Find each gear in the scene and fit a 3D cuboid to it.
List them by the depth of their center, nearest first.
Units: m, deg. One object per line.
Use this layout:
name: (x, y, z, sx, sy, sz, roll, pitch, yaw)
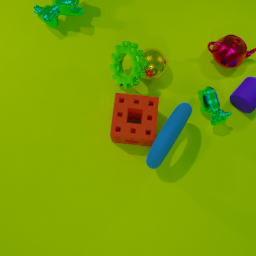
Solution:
gear: (-0.020, -1.807, 8.071, 0.241, 1.301, 1.301, -12, 77, -41)

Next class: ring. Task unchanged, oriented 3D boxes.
ring: (1.114, 0.216, 7.582, 0.404, 2.019, 2.019, 31, 81, 11)

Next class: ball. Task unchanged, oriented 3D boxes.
ball: (0.730, -1.965, 8.586, 0.980, 0.980, 0.980, 0, 80, 0)

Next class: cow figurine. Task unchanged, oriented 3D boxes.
cow figurine: (2.508, -0.664, 8.249, 0.647, 1.159, 1.178, -16, 100, -3)
cow figurine: (-2.131, -3.932, 8.799, 1.555, 0.867, 1.580, 12, 84, 23)

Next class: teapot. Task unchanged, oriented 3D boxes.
teapot: (3.233, -2.409, 8.642, 1.731, 0.847, 1.076, 5, 64, -12)

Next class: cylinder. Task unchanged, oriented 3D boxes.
cylinder: (3.661, -0.996, 8.494, 0.810, 0.810, 0.810, 42, 82, 7)

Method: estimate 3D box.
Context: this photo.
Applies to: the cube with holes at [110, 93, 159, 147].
cube with holes: (0.182, -0.198, 8.128, 1.213, 1.213, 1.213, 6, 78, 1)
